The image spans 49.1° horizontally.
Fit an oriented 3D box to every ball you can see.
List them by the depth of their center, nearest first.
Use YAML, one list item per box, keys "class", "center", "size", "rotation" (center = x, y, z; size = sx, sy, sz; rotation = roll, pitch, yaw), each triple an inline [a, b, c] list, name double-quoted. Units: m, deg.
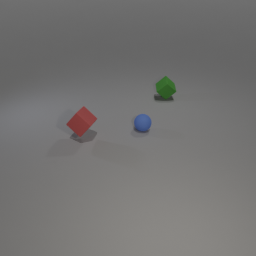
- class: "ball"
  center: [0.590, -0.216, 11.198]
  size: [0.700, 0.700, 0.700]
  rotation: [0, 30, 0]

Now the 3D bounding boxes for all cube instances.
- class: "cube"
  center: [-1.694, -0.241, 10.317]
  size: [0.700, 0.700, 0.700]
  rotation: [43, 28, -7]
- class: "cube"
  center: [1.860, -1.979, 13.780]
  size: [0.700, 0.700, 0.700]
  rotation: [35, 34, -30]
